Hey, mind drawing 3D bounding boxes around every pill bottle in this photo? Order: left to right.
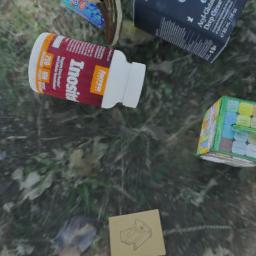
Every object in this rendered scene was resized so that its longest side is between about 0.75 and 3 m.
[{"bbox_3d":[-1.090,-1.529,7.961,2.984,1.685,1.685,12,79,-4],"label":"pill bottle"}]

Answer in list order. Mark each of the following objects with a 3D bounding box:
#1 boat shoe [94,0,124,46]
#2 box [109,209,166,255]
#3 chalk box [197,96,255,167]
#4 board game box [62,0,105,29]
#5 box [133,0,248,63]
[{"bbox_3d":[-0.618,-3.674,8.370,0.851,0.849,2.300,0,108,-20],"label":"boat shoe"},{"bbox_3d":[0.217,2.892,7.563,1.424,0.151,1.164,-11,58,5],"label":"box"},{"bbox_3d":[2.893,0.126,7.377,1.489,2.393,1.481,14,79,3],"label":"chalk box"},{"bbox_3d":[-1.172,-4.186,9.194,1.597,0.359,1.215,34,87,7],"label":"board game box"},{"bbox_3d":[1.893,-3.728,8.487,2.891,1.548,2.145,26,84,4],"label":"box"}]
